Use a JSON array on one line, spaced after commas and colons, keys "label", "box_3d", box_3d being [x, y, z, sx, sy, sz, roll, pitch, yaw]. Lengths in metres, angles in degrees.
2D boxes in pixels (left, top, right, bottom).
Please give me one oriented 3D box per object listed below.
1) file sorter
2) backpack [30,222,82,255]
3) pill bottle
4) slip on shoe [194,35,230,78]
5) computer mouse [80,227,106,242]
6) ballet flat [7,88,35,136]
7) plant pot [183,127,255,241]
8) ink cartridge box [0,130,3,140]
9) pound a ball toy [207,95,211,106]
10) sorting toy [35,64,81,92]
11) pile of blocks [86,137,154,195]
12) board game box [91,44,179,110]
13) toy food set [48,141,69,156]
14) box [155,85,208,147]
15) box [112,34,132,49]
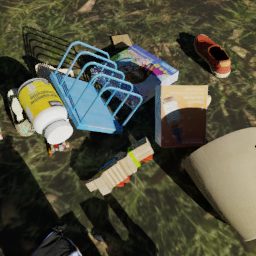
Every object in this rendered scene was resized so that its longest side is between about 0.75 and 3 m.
[{"label": "file sorter", "box_3d": [-1.170, -1.510, 10.373, 2.067, 1.828, 2.979, 10, 36, -46]}, {"label": "backpack", "box_3d": [-1.774, 3.635, 6.623, 1.632, 2.018, 2.118, 39, 66, 21]}, {"label": "pill bottle", "box_3d": [-2.913, -0.593, 9.986, 1.298, 1.298, 2.317, -27, 64, -20]}, {"label": "slip on shoe", "box_3d": [3.999, -3.619, 13.221, 1.093, 0.903, 2.952, -11, 50, -7]}, {"label": "computer mouse", "box_3d": [-1.032, 3.113, 8.240, 0.850, 0.145, 0.249, 17, 54, 14]}, {"label": "ballet flat", "box_3d": [-4.230, -0.902, 10.907, 0.926, 1.028, 2.731, -23, 54, -8]}, {"label": "plant pot", "box_3d": [3.275, 1.741, 8.132, 2.476, 2.476, 2.643, -16, 65, -13]}, {"label": "ink cartridge box", "box_3d": [-5.234, -0.052, 10.416, 0.738, 0.741, 1.020, -21, 54, -17]}, {"label": "pound a ball toy", "box_3d": [2.292, -0.817, 11.135, 1.993, 0.847, 1.299, 7, 26, 5]}, {"label": "sorting toy", "box_3d": [-2.913, -2.090, 12.075, 1.536, 0.912, 1.706, -20, 48, -27]}, {"label": "pile of blocks", "box_3d": [-0.153, 1.363, 9.390, 2.622, 1.076, 0.815, -35, 101, -15]}, {"label": "board game box", "box_3d": [0.284, -2.372, 12.408, 2.763, 0.570, 2.769, -37, 60, -26]}, {"label": "toy food set", "box_3d": [-2.486, 0.733, 10.031, 0.756, 0.361, 0.340, -12, 53, -7]}, {"label": "box", "box_3d": [1.803, -0.451, 9.726, 1.579, 2.073, 1.102, -2, 8, -5]}, {"label": "box", "box_3d": [-0.319, -4.430, 14.380, 0.872, 0.114, 1.067, -10, 51, -8]}]
